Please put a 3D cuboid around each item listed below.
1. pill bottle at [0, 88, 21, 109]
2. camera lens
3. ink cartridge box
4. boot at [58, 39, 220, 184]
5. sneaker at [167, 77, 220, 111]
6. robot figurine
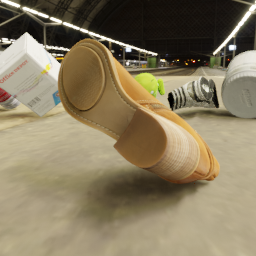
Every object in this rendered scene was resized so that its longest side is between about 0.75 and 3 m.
[{"bbox_3d":[-4.657,-1.586,9.758,1.232,1.232,2.195,4,-25,17],"label":"pill bottle"},{"bbox_3d":[4.011,-1.474,9.254,1.656,1.656,2.070,6,36,25],"label":"camera lens"},{"bbox_3d":[-2.929,-1.620,8.704,1.379,1.880,1.373,-34,43,13],"label":"ink cartridge box"},{"bbox_3d":[0.163,-0.129,3.866,1.849,0.881,2.390,23,24,-53],"label":"boot"},{"bbox_3d":[2.216,-1.089,9.709,1.493,0.979,2.594,-13,-10,29],"label":"sneaker"},{"bbox_3d":[0.653,-1.515,11.139,1.552,1.024,1.769,-15,-15,-2],"label":"robot figurine"}]
